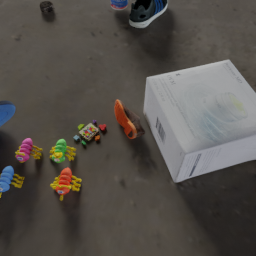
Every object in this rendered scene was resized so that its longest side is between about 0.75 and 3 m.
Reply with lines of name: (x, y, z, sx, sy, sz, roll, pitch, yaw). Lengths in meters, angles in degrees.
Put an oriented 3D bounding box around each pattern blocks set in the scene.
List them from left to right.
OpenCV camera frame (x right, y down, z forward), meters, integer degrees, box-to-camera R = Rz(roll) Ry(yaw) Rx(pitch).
pattern blocks set: (-1.043, 0.098, 7.537, 0.715, 0.066, 0.813, 23, 57, 16)

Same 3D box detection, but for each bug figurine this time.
bug figurine: (-2.122, 0.926, 6.649, 2.022, 0.520, 1.568, 1, 54, 1)

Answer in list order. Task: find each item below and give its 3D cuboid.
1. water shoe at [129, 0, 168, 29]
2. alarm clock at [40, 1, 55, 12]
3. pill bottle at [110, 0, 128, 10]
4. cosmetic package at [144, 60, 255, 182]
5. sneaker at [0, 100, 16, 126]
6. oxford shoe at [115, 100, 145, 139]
water shoe: (0.876, -4.705, 10.489, 0.884, 0.976, 2.473, 22, 57, 15)
alarm clock: (-3.256, -4.836, 11.057, 0.516, 0.255, 0.765, -34, 57, -22)
pill bottle: (-0.343, -5.191, 10.581, 0.694, 1.237, 0.694, 0, 56, 0)
cosmetic package: (1.882, -0.246, 6.946, 2.341, 1.439, 2.333, -14, 55, -12)
sneaker: (-3.870, 0.290, 6.988, 2.600, 0.857, 1.020, -35, 72, -22)
oxford shoe: (0.022, -0.262, 7.637, 0.473, 0.463, 1.298, -10, 58, -30)
